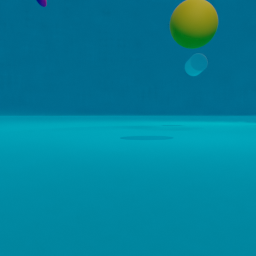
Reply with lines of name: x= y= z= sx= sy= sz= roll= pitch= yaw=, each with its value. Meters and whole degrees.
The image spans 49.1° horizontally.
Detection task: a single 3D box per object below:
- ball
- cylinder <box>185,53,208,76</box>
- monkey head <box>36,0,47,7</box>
ball: x=1.309 y=-2.073 z=5.601 sx=0.942 sy=0.942 sz=0.942 roll=0 pitch=3 yaw=0
cylinder: x=2.793 y=-2.589 z=11.518 sx=0.733 sy=0.733 sz=0.733 roll=0 pitch=-6 yaw=-6
monkey head: x=-1.896 y=-3.487 z=6.426 sx=1.000 sy=1.659 sz=1.193 roll=-20 pitch=-34 yaw=1
